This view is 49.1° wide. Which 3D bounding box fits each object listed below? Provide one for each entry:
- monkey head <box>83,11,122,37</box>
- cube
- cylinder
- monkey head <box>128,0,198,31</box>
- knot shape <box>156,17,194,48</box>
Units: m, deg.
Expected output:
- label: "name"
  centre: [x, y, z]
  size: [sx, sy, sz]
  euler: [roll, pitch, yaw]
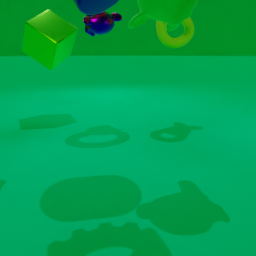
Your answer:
- label: "monkey head"
  centre: [-0.962, -3.505, 8.994]
  size: [1.456, 1.047, 0.877]
  euler: [-22, 2, -33]
- label: "cube"
  centre: [-2.780, -3.121, 9.945]
  size: [1.283, 1.283, 1.283]
  euler: [34, 49, 0]
- label: "cylinder"
  centre: [-0.761, -3.165, 5.560]
  size: [1.243, 1.243, 1.243]
  euler: [-32, -5, -3]
- label: "monkey head"
  centre: [0.665, -2.404, 5.143]
  size: [1.118, 1.856, 1.335]
  euler: [23, -10, -3]
- label: "knot shape"
  centre: [1.393, -3.530, 9.070]
  size: [0.928, 1.880, 2.009]
  euler: [-20, 10, 38]
